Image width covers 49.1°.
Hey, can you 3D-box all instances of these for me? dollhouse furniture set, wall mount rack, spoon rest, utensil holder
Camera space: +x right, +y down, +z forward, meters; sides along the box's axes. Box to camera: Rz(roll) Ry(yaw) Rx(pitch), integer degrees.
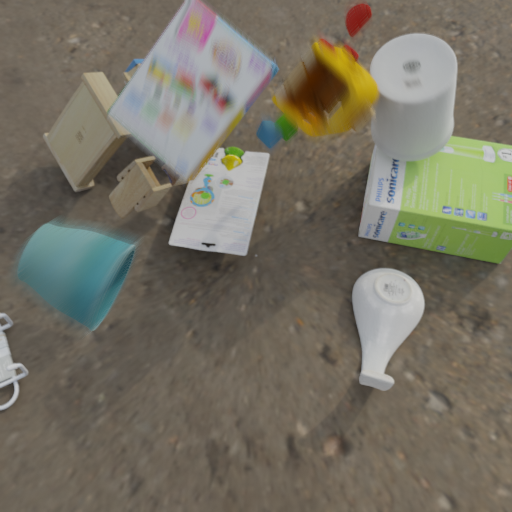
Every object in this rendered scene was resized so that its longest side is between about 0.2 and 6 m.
[{"bbox_3d":[-2.312,-2.389,12.148,3.140,2.049,2.964,-26,83,-49],"label":"dollhouse furniture set"},{"bbox_3d":[-4.916,1.839,9.644,1.627,0.698,1.872,-24,62,-13],"label":"wall mount rack"},{"bbox_3d":[2.269,1.271,10.054,1.343,0.819,2.703,17,48,8],"label":"spoon rest"},{"bbox_3d":[2.762,-2.780,9.936,1.512,1.779,1.512,-5,67,13],"label":"utensil holder"}]

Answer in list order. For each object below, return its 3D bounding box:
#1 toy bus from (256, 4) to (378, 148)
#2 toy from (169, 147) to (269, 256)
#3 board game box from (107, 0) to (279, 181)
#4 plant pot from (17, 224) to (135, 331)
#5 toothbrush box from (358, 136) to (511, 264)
[{"bbox_3d":[1.315,-2.567,9.006,2.381,2.247,1.230,-41,81,-15],"label":"toy bus"},{"bbox_3d":[-0.678,-1.068,11.399,1.507,0.618,2.617,8,60,7],"label":"toy"},{"bbox_3d":[-1.029,-2.646,9.017,1.758,0.463,2.297,41,104,1],"label":"board game box"},{"bbox_3d":[-2.228,0.161,6.855,1.085,1.155,1.155,26,62,-5],"label":"plant pot"},{"bbox_3d":[3.660,-1.251,11.134,2.857,1.230,2.080,11,61,5],"label":"toothbrush box"}]
